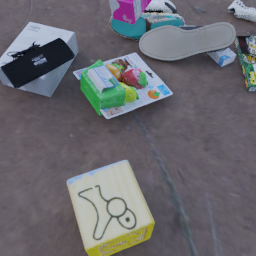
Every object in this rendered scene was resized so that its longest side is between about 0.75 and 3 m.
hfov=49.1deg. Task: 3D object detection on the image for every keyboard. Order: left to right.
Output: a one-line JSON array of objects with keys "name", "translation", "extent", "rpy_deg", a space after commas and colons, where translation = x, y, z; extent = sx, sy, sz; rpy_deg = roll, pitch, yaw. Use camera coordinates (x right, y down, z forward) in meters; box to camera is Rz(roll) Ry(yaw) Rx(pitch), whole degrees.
[{"name": "keyboard", "translation": [-2.552, -1.909, 7.916], "extent": [1.943, 0.385, 1.011], "rpy_deg": [-34, 87, -21]}]

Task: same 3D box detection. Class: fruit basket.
[{"name": "fruit basket", "translation": [-0.149, -1.359, 8.034], "extent": [2.230, 1.045, 2.065], "rpy_deg": [-25, 60, -19]}]

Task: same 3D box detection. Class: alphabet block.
[{"name": "alphabet block", "translation": [-0.368, 1.717, 5.799], "extent": [1.372, 1.380, 1.405], "rpy_deg": [-18, 59, -10]}]

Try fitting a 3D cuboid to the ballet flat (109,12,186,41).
[{"name": "ballet flat", "translation": [0.671, -3.537, 9.680], "extent": [2.596, 0.982, 0.830], "rpy_deg": [4, 27, -2]}]

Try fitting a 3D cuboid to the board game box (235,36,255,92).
[{"name": "board game box", "translation": [4.232, -2.102, 8.978], "extent": [1.216, 0.272, 2.322], "rpy_deg": [4, 57, 0]}]

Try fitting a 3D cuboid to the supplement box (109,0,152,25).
[{"name": "supplement box", "translation": [0.097, -2.228, 4.704], "extent": [0.439, 0.449, 0.868], "rpy_deg": [24, 65, 19]}]

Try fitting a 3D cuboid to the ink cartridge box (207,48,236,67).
[{"name": "ink cartridge box", "translation": [3.006, -2.476, 9.187], "extent": [0.527, 0.303, 0.909], "rpy_deg": [-26, 61, -16]}]

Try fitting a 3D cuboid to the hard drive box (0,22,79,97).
[{"name": "hard drive box", "translation": [-2.746, -2.169, 8.673], "extent": [1.652, 0.814, 2.120], "rpy_deg": [16, 58, 10]}]

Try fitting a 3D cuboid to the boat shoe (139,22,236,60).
[{"name": "boat shoe", "translation": [1.871, -2.779, 9.083], "extent": [2.961, 1.076, 0.929], "rpy_deg": [-3, 11, 15]}]

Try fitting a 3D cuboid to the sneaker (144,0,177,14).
[{"name": "sneaker", "translation": [1.035, -4.431, 10.383], "extent": [1.660, 0.612, 0.664], "rpy_deg": [30, 75, 23]}]

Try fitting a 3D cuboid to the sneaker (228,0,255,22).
[{"name": "sneaker", "translation": [4.244, -4.190, 10.262], "extent": [0.526, 0.487, 1.297], "rpy_deg": [-37, 60, -9]}]
